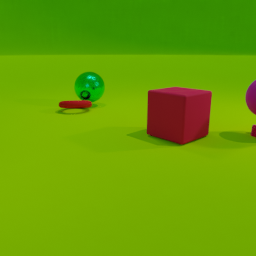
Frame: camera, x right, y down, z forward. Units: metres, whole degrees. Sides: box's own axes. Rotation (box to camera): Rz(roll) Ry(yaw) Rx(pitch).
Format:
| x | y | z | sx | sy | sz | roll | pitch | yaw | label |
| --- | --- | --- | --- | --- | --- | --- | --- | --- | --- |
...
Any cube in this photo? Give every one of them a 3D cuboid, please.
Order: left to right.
| x | y | z | sx | sy | sz | roll | pitch | yaw | label |
| --- | --- | --- | --- | --- | --- | --- | --- | --- | --- |
| 1.322 | -0.387 | 7.316 | 1.197 | 1.197 | 1.197 | -14 | 21 | -42 | cube |

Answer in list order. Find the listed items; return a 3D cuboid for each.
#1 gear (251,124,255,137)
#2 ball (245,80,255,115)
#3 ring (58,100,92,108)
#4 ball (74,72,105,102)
| x | y | z | sx | sy | sz | roll | pitch | yaw | label |
| --- | --- | --- | --- | --- | --- | --- | --- | --- | --- |
| 3.901 | 0.132 | 7.346 | 1.222 | 0.226 | 1.222 | 0 | 16 | 0 | gear |
| 3.557 | -0.784 | 7.099 | 1.077 | 1.077 | 1.077 | 0 | 16 | 0 | ball |
| -1.940 | -0.868 | 10.333 | 1.222 | 0.244 | 1.222 | -1 | 2 | 0 | ring |
| -1.518 | -1.614 | 11.075 | 1.210 | 1.210 | 1.210 | 0 | 16 | 0 | ball |
